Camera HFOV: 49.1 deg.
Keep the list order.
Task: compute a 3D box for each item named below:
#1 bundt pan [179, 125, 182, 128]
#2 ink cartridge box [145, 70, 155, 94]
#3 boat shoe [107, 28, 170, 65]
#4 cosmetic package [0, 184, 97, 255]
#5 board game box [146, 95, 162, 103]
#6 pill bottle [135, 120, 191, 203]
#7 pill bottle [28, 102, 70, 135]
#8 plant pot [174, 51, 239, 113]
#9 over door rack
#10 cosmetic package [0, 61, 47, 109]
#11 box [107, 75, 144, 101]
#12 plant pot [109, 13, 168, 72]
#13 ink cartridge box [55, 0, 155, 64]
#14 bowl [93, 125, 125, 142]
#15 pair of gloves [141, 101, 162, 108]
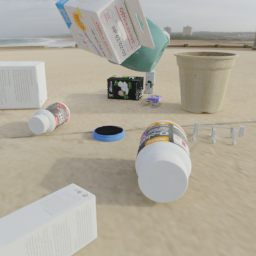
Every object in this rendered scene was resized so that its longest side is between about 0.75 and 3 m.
[{"bbox_3d":[1.660,0.067,10.391,0.798,0.299,0.798,-1,21,0],"label":"bundt pan"},{"bbox_3d":[1.311,-2.772,16.673,0.543,1.307,0.958,5,21,5],"label":"ink cartridge box"},{"bbox_3d":[0.381,-3.260,11.214,2.594,0.934,0.805,-16,40,5],"label":"boat shoe"},{"bbox_3d":[-1.448,1.805,4.683,0.681,0.969,1.911,17,25,39],"label":"cosmetic package"},{"bbox_3d":[1.391,-1.542,14.890,0.628,0.209,0.934,7,21,18],"label":"board game box"},{"bbox_3d":[0.886,0.753,7.034,1.328,1.328,2.282,2,21,7],"label":"pill bottle"},{"bbox_3d":[-2.984,-0.353,10.617,0.922,0.922,1.665,6,22,17],"label":"pill bottle"},{"bbox_3d":[3.496,-2.155,13.093,2.841,2.601,2.841,0,20,0],"label":"plant pot"},{"bbox_3d":[2.883,0.192,9.290,1.450,0.654,1.962,5,0,12],"label":"over door rack"},{"bbox_3d":[-5.475,-2.156,13.838,2.475,2.071,2.059,-1,19,-6],"label":"cosmetic package"},{"bbox_3d":[-0.124,-2.246,15.495,1.805,1.122,1.341,5,21,12],"label":"box"},{"bbox_3d":[0.357,-2.394,8.182,1.311,1.634,1.634,31,26,5],"label":"plant pot"},{"bbox_3d":[-0.565,-2.344,6.425,0.778,1.320,2.293,-44,46,-15],"label":"ink cartridge box"},{"bbox_3d":[-0.694,0.178,10.187,1.163,0.228,1.163,0,20,0],"label":"bowl"},{"bbox_3d":[1.168,-1.201,14.062,0.874,0.153,0.743,16,22,33],"label":"pair of gloves"}]
